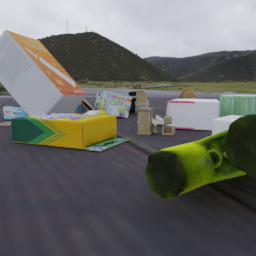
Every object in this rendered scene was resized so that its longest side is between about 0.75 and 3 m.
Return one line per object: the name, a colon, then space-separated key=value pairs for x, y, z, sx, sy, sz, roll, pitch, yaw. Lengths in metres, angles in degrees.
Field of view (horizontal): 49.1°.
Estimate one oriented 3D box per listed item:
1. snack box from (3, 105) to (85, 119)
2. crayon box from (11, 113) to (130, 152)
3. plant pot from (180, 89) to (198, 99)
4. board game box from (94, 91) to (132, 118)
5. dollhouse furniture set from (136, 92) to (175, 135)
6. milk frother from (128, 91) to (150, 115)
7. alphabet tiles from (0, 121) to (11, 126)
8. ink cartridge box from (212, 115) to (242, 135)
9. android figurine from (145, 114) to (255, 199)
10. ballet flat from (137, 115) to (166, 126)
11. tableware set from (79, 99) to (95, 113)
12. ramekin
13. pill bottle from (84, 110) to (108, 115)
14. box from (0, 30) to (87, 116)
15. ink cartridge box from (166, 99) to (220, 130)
snack box: x=-3.350 y=-0.701 z=11.632 sx=1.694 sy=0.541 sz=2.916 roll=5 pitch=10 yaw=32
crayon box: x=-1.265 y=0.020 z=6.380 sx=2.285 sy=0.589 sz=1.437 roll=4 pitch=9 yaw=24
plant pot: x=4.404 y=-2.015 z=19.645 sx=1.125 sy=1.125 sz=1.207 roll=-3 pitch=25 yaw=-20
board game box: x=-0.687 y=-1.027 z=12.028 sx=0.946 sy=0.929 sz=1.804 roll=10 pitch=3 yaw=-25
dollhouse furniture set: x=0.773 y=-0.403 z=7.469 sx=0.990 sy=1.119 sz=0.622 roll=2 pitch=8 yaw=15
milk frother: x=0.422 y=-0.952 z=12.910 sx=1.209 sy=1.160 sz=1.286 roll=-2 pitch=51 yaw=-8
alphabet tiles: x=-3.959 y=-0.161 z=9.636 sx=0.899 sy=0.034 sz=1.081 roll=3 pitch=8 yaw=21
ink cartridge box: x=2.372 y=0.121 z=5.458 sx=1.892 sy=0.637 sz=1.108 roll=7 pitch=10 yaw=39
android figurine: x=1.588 y=0.104 z=3.173 sx=2.875 sy=0.590 sz=2.617 roll=-10 pitch=-14 yaw=-42
ballet flat: x=0.830 y=-0.257 z=9.233 sx=1.065 sy=0.382 sz=0.382 roll=2 pitch=8 yaw=7
tableware set: x=-1.912 y=-0.937 z=12.400 sx=0.419 sy=1.381 sz=2.089 roll=-45 pitch=17 yaw=-4
ramekin: x=4.157 y=-0.677 z=9.873 sx=2.000 sy=0.977 sz=2.000 roll=0 pitch=8 yaw=0
pill bottle: x=-1.028 y=-0.293 z=8.693 sx=0.506 sy=0.506 sz=0.904 roll=5 pitch=7 yaw=29
box: x=-3.133 y=-1.691 z=9.665 sx=1.417 sy=2.907 sz=1.808 roll=-43 pitch=-6 yaw=16
ink cartridge box: x=2.106 y=-0.488 z=8.980 sx=1.514 sy=0.855 sz=2.067 roll=2 pitch=8 yaw=15
